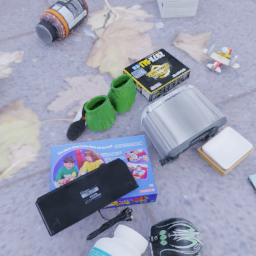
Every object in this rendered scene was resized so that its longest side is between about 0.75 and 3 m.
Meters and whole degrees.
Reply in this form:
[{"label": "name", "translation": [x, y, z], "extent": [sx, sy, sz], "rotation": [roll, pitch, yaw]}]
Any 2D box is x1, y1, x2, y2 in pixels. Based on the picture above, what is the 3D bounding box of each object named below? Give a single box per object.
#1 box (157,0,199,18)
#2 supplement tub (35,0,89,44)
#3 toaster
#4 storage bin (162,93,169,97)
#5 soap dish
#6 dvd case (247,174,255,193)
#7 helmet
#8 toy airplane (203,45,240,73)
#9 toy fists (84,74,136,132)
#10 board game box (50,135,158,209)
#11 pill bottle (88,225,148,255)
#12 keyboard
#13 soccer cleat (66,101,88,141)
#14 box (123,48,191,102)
[{"label": "box", "translation": [2.378, -6.365, 13.631], "extent": [1.734, 1.133, 1.725], "rotation": [-4, 54, -3]}, {"label": "supplement tub", "translation": [-2.947, -4.808, 12.393], "extent": [1.360, 1.360, 2.542], "rotation": [25, 58, 17]}, {"label": "toaster", "translation": [1.571, -0.111, 8.746], "extent": [2.640, 1.500, 1.705], "rotation": [-31, 73, -13]}, {"label": "storage bin", "translation": [1.763, -0.868, 10.090], "extent": [1.024, 0.480, 0.693], "rotation": [-7, 55, -4]}, {"label": "soap dish", "translation": [3.071, 0.726, 8.872], "extent": [1.443, 0.586, 1.135], "rotation": [-33, 61, -21]}, {"label": "dvd case", "translation": [4.526, 2.053, 8.158], "extent": [1.329, 0.200, 1.820], "rotation": [-12, 56, -9]}, {"label": "helmet", "translation": [1.237, 2.856, 7.027], "extent": [1.221, 1.281, 1.281], "rotation": [-11, 53, 13]}, {"label": "toy airplane", "translation": [3.746, -2.836, 11.266], "extent": [1.225, 0.865, 1.220], "rotation": [-3, 55, -3]}, {"label": "toy fists", "translation": [-0.572, -0.812, 9.644], "extent": [0.796, 1.180, 2.314], "rotation": [24, 56, 34]}, {"label": "board game box", "translation": [-0.775, 1.351, 8.366], "extent": [2.957, 0.662, 1.988], "rotation": [-6, 55, -5]}, {"label": "pill bottle", "translation": [-0.489, 3.521, 6.367], "extent": [1.365, 1.365, 2.465], "rotation": [25, 59, 17]}, {"label": "keyboard", "translation": [-0.844, 1.960, 7.189], "extent": [2.592, 0.267, 1.647], "rotation": [-24, 76, -24]}, {"label": "soccer cleat", "translation": [-1.647, -0.216, 9.683], "extent": [0.516, 0.554, 1.513], "rotation": [30, 73, -11]}, {"label": "box", "translation": [1.113, -2.136, 10.987], "extent": [2.101, 0.518, 1.678], "rotation": [-32, 59, -21]}]
